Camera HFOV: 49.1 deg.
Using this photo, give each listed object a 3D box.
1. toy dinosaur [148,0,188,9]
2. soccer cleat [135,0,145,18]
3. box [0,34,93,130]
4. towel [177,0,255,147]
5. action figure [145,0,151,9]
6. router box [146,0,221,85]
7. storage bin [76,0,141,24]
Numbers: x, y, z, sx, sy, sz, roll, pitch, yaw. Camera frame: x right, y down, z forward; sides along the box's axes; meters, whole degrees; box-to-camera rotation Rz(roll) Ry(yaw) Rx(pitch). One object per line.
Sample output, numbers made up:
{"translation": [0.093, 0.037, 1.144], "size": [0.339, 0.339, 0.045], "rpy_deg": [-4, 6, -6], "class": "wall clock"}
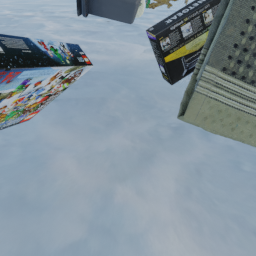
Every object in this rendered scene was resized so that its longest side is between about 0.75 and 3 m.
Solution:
{"translation": [1.187, -3.779, 7.835], "size": [1.023, 0.589, 2.023], "rpy_deg": [-7, -7, -15], "class": "toy dinosaur"}
{"translation": [0.301, -4.850, 9.891], "size": [0.937, 2.417, 0.837], "rpy_deg": [33, 72, 27], "class": "soccer cleat"}
{"translation": [-1.499, -0.453, 3.492], "size": [1.547, 0.427, 2.265], "rpy_deg": [-36, 2, 20], "class": "box"}
{"translation": [1.980, -0.830, 3.197], "size": [2.440, 2.349, 0.421], "rpy_deg": [18, 15, -18], "class": "towel"}
{"translation": [0.615, -4.192, 8.854], "size": [0.220, 0.803, 0.474], "rpy_deg": [2, 5, 11], "class": "action figure"}
{"translation": [1.526, -2.155, 6.841], "size": [1.872, 1.472, 0.489], "rpy_deg": [-32, 41, -4], "class": "router box"}
{"translation": [-0.270, -3.540, 6.879], "size": [1.388, 1.505, 2.067], "rpy_deg": [19, 72, -2], "class": "storage bin"}
